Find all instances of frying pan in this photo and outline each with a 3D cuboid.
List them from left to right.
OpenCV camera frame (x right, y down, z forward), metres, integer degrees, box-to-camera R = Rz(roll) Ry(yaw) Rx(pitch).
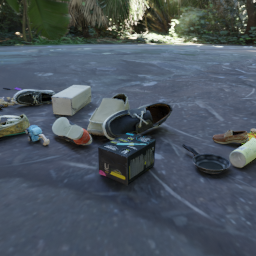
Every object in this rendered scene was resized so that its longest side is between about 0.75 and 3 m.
[{"bbox_3d":[1.909,0.851,7.426,1.553,0.253,0.939,14,24,38],"label":"frying pan"}]

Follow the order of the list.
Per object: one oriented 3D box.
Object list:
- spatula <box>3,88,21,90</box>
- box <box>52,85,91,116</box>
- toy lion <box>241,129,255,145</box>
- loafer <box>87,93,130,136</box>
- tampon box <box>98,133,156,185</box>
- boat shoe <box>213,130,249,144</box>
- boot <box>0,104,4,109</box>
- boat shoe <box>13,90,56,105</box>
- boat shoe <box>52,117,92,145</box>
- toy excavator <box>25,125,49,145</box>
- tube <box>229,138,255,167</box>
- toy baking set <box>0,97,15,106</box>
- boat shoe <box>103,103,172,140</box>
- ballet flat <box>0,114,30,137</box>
[{"bbox_3d":[-6.468,-2.182,15.585,1.006,0.103,0.284,0,21,1],"label":"spatula"},{"bbox_3d":[-2.392,-1.263,12.220,0.926,0.771,2.254,6,22,13],"label":"box"},{"bbox_3d":[3.926,0.347,8.772,0.836,0.299,0.872,-20,28,-27],"label":"toy lion"},{"bbox_3d":[-0.675,-0.554,10.047,1.098,0.990,2.901,5,21,13],"label":"loafer"},{"bbox_3d":[-0.010,0.725,7.004,0.909,0.766,1.213,15,26,35],"label":"tampon box"},{"bbox_3d":[3.170,0.232,8.684,1.066,0.383,0.404,-3,28,22],"label":"boat shoe"},{"bbox_3d":[-5.614,-0.855,11.827,0.755,0.300,0.868,-16,24,-35],"label":"boot"},{"bbox_3d":[-4.138,-1.394,12.694,1.955,0.691,0.622,-12,22,-32],"label":"boat shoe"},{"bbox_3d":[-1.820,0.118,8.967,1.769,0.630,0.553,18,-15,45],"label":"boat shoe"},{"bbox_3d":[-2.808,0.233,8.762,0.380,0.740,0.761,-21,1,-44],"label":"toy excavator"},{"bbox_3d":[3.457,0.625,7.809,1.778,0.516,0.462,-18,-15,-42],"label":"tube"},{"bbox_3d":[-5.783,-1.241,13.030,1.771,0.206,1.360,1,17,-3],"label":"toy baking set"},{"bbox_3d":[0.351,-0.303,9.150,2.659,0.955,0.899,-16,-8,-38],"label":"boat shoe"},{"bbox_3d":[-4.223,0.000,9.022,2.131,0.753,0.753,-18,28,-39],"label":"ballet flat"}]
